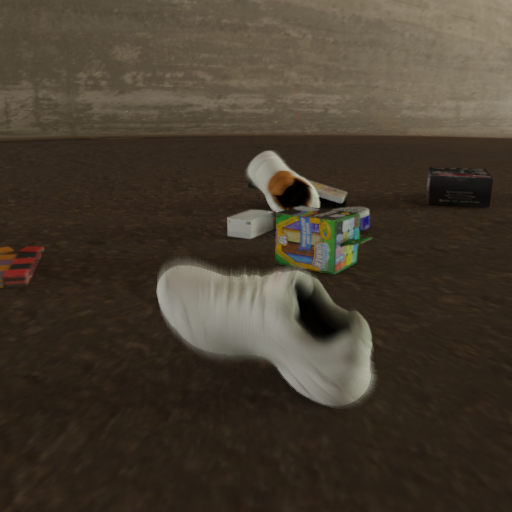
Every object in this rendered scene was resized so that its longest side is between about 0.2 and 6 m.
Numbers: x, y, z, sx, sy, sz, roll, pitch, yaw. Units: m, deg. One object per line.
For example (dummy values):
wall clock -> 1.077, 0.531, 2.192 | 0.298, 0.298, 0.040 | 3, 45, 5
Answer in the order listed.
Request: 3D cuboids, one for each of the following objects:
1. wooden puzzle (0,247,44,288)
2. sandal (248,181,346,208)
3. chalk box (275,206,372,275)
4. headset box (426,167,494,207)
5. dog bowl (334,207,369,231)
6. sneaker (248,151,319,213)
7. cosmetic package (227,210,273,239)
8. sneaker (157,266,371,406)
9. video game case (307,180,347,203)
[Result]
wooden puzzle -> -4.807, 0.215, 9.790 | 1.774, 0.210, 2.992 | -4, 16, -13
sandal -> 1.140, -1.581, 15.736 | 2.880, 0.649, 1.082 | 11, 19, -14
chalk box -> 1.269, -0.289, 10.190 | 1.599, 0.991, 0.998 | 12, 18, 34
headset box -> 5.978, -2.056, 16.592 | 1.746, 0.906, 2.347 | 4, 17, 15
dog bowl -> 2.081, -0.830, 12.913 | 1.045, 0.411, 1.045 | -7, 13, 2
sneaker -> 0.853, -1.207, 12.457 | 1.222, 1.051, 2.887 | 49, 11, 29
cosmetic package -> -0.121, -0.736, 12.759 | 0.633, 0.455, 1.122 | 9, 19, 29
sneaker -> 0.095, 0.497, 5.746 | 2.472, 1.228, 0.963 | 20, 46, 14
video game case -> 1.798, -1.858, 15.783 | 1.466, 0.168, 1.334 | 19, 18, 9
